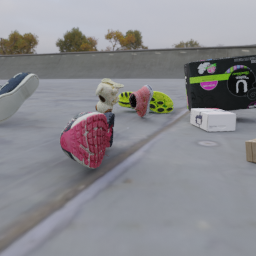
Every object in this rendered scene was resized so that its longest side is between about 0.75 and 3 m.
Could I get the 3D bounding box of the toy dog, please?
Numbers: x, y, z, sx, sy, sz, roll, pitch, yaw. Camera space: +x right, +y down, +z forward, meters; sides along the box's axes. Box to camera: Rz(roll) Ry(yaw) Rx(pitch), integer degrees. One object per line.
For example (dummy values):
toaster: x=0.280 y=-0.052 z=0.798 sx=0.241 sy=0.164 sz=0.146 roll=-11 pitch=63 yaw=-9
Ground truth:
toy dog: x=-0.651 y=-0.900 z=8.796 sx=0.723 sy=1.036 sz=1.005 roll=21 pitch=29 yaw=17

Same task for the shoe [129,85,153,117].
shoe: x=0.300 y=-0.672 z=8.011 sx=0.590 sy=1.297 sz=0.463 roll=-27 pitch=65 yaw=-23

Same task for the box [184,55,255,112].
box: x=2.675 y=-1.249 z=8.012 sx=1.959 sy=1.455 sz=1.217 roll=-6 pitch=10 yaw=6

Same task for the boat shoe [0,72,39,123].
boat shoe: x=-3.275 y=-0.880 z=7.625 sx=0.613 sy=0.742 sz=1.983 roll=18 pitch=56 yaw=22

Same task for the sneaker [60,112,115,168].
sneaker: x=-0.679 y=0.128 z=4.348 sx=0.727 sy=0.785 sz=1.947 roll=4 pitch=4 yaw=4

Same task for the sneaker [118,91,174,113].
sneaker: x=0.634 y=-0.935 z=9.673 sx=1.928 sy=0.714 sz=0.806 roll=10 pitch=5 yaw=12

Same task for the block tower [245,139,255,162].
block tower: x=2.450 y=0.298 z=4.649 sx=1.237 sy=0.358 sz=0.334 roll=-10 pitch=8 yaw=-35

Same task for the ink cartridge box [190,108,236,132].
ink cartridge box: x=2.100 y=-0.221 z=6.992 sx=0.739 sy=0.430 sz=1.020 roll=-2 pitch=12 yaw=-10
